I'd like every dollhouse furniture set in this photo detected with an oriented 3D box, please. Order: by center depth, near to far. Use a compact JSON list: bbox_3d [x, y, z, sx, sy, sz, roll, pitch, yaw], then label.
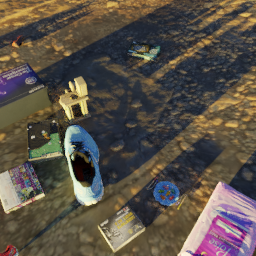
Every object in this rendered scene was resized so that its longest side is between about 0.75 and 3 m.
[{"bbox_3d":[-2.171,-1.300,10.213,0.952,1.712,1.514,-23,55,-18],"label":"dollhouse furniture set"}]

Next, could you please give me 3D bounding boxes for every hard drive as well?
[{"bbox_3d":[-2.899,0.407,9.744,1.127,0.305,1.613,-12,52,-10],"label":"hard drive"}]

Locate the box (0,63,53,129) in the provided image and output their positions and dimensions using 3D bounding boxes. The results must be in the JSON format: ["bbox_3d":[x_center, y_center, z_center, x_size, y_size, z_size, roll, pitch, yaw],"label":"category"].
[{"bbox_3d":[-4.516,-1.173,10.580,2.618,1.032,1.847,-30,60,-22],"label":"box"}]

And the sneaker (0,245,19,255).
[{"bbox_3d":[-3.321,3.406,7.132,1.019,0.392,0.433,-38,102,-47],"label":"sneaker"}]

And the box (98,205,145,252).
[{"bbox_3d":[-0.182,2.795,7.852,1.055,0.255,0.836,-29,56,-21],"label":"box"}]

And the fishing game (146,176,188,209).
[{"bbox_3d":[1.175,1.973,8.576,1.157,0.180,0.828,32,55,24],"label":"fishing game"}]

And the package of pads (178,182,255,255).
[{"bbox_3d":[2.563,2.794,7.416,1.501,0.942,2.490,27,56,24],"label":"package of pads"}]

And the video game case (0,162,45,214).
[{"bbox_3d":[-3.371,1.803,8.656,1.177,0.233,1.299,-25,57,-20],"label":"video game case"}]

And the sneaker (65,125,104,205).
[{"bbox_3d":[-1.375,0.892,8.738,1.093,1.254,2.789,-15,53,-12],"label":"sneaker"}]

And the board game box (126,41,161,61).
[{"bbox_3d":[0.732,-3.585,13.025,1.416,0.199,0.958,15,53,11],"label":"board game box"}]

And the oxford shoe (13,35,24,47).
[{"bbox_3d":[-5.210,-4.147,13.479,0.310,0.304,0.855,29,48,-14],"label":"oxford shoe"}]
